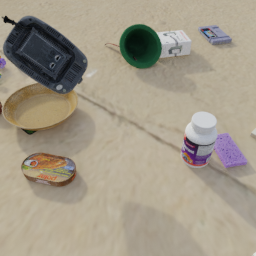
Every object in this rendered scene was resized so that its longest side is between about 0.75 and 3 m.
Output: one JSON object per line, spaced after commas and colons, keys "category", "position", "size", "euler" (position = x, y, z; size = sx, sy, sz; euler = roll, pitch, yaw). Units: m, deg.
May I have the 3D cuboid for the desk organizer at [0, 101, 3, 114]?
{"category": "desk organizer", "position": [-4.621, -0.618, 8.828], "size": [1.157, 0.415, 0.446], "euler": [2, 46, 2]}

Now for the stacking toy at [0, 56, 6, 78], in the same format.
{"category": "stacking toy", "position": [-4.958, -2.263, 10.601], "size": [1.204, 0.375, 1.597], "euler": [14, 48, 16]}

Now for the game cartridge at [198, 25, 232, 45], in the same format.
{"category": "game cartridge", "position": [3.905, -4.251, 12.710], "size": [0.970, 0.287, 1.497], "euler": [-8, 44, -14]}

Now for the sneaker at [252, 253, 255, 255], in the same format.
{"category": "sneaker", "position": [2.461, 2.929, 5.158], "size": [0.505, 0.426, 1.155], "euler": [-25, 61, 16]}

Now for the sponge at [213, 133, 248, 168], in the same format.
{"category": "sponge", "position": [2.729, 0.599, 7.740], "size": [0.620, 0.166, 1.111], "euler": [-9, 45, -10]}

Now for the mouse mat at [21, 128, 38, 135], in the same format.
{"category": "mouse mat", "position": [-2.835, -0.419, 8.884], "size": [1.163, 0.054, 1.446], "euler": [32, 52, 29]}

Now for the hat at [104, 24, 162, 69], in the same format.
{"category": "hat", "position": [0.304, -3.289, 11.525], "size": [1.620, 1.956, 1.722], "euler": [-39, 9, -3]}

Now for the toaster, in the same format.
{"category": "toaster", "position": [-2.081, -1.772, 6.760], "size": [1.223, 2.152, 1.390], "euler": [-57, 25, -1]}

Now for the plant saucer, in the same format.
{"category": "plant saucer", "position": [-2.690, -0.642, 8.795], "size": [2.300, 0.407, 2.300], "euler": [-1, 44, 1]}

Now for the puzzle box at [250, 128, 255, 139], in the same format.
{"category": "puzzle box", "position": [4.224, 0.100, 8.269], "size": [1.115, 0.142, 0.742], "euler": [-33, 53, -29]}

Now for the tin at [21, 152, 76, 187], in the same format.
{"category": "tin", "position": [-2.021, 1.066, 7.185], "size": [1.430, 0.299, 0.800], "euler": [10, 41, 11]}

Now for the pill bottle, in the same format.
{"category": "pill bottle", "position": [1.819, 0.302, 7.143], "size": [0.787, 1.412, 0.787], "euler": [0, 44, 0]}

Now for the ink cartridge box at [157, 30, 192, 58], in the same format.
{"category": "ink cartridge box", "position": [1.715, -3.489, 11.626], "size": [1.516, 0.637, 1.103], "euler": [-9, 45, -9]}
